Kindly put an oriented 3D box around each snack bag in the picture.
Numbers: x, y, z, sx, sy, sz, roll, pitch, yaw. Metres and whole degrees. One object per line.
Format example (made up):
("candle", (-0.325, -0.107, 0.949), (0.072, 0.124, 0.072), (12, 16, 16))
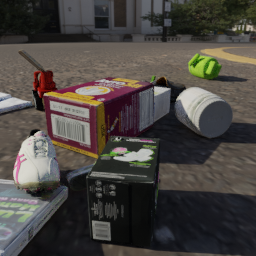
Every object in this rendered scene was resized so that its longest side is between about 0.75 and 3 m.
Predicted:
("snack bag", (-5.710, -0.936, 10.863), (2.938, 0.314, 2.770), (16, 26, 36))

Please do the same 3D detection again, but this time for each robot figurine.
("robot figurine", (4.456, -3.579, 16.503), (1.888, 1.245, 2.152), (15, 11, -30))

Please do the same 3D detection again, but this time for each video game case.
("video game case", (-2.481, 1.261, 4.337), (2.484, 0.290, 2.259), (5, 9, 6))

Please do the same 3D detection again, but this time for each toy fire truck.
("toy fire truck", (-3.405, -1.956, 10.898), (1.403, 2.181, 1.919), (-7, 22, -20))

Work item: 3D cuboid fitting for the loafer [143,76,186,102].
("loafer", (1.545, -1.633, 11.665), (1.044, 1.036, 2.867), (16, 26, 37))

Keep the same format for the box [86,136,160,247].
("box", (0.009, 0.950, 4.695), (0.975, 1.165, 1.568), (4, 21, 9))

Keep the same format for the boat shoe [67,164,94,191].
("boat shoe", (-0.608, 0.913, 5.802), (1.305, 0.481, 0.418), (-17, 24, -18))

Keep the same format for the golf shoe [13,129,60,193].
("golf shoe", (-1.742, 0.561, 5.253), (0.766, 0.971, 2.109), (0, 8, -24))

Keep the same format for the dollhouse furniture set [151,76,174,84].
("dollhouse furniture set", (1.815, -2.399, 14.906), (1.202, 0.464, 0.601), (12, 7, -24))

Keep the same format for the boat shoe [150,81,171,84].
("boat shoe", (1.471, -2.086, 13.681), (1.378, 0.495, 0.410), (-10, 17, -35))

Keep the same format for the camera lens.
("camera lens", (2.208, -0.501, 8.417), (1.229, 1.229, 1.536), (-6, 22, -16))

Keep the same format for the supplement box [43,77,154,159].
("supplement box", (-0.671, -0.461, 8.005), (1.840, 1.451, 2.811), (13, 24, 30))

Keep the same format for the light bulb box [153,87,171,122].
("light bulb box", (0.512, -0.894, 9.844), (1.502, 0.946, 1.515), (12, 24, 29))
